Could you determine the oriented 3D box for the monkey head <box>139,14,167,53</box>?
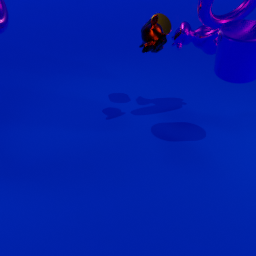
[{"bbox_3d":[0.618,-2.537,7.985,0.901,1.252,0.755,-29,75,-30],"label":"monkey head"}]

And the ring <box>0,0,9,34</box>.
[{"bbox_3d":[-2.443,-2.129,4.553,0.252,1.262,1.262,-20,25,15],"label":"ring"}]

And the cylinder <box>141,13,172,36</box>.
[{"bbox_3d":[0.917,-3.230,9.172,0.754,0.754,0.754,-16,-2,-26],"label":"cylinder"}]

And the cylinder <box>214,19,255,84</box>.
[{"bbox_3d":[2.766,-1.879,6.886,1.151,1.151,1.151,-4,44,4],"label":"cylinder"}]

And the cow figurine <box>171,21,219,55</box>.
[{"bbox_3d":[2.306,-2.857,9.083,1.546,1.571,0.862,-18,54,36],"label":"cow figurine"}]

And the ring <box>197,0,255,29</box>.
[{"bbox_3d":[2.786,-3.504,7.552,1.915,1.915,0.383,-10,60,-17],"label":"ring"}]
